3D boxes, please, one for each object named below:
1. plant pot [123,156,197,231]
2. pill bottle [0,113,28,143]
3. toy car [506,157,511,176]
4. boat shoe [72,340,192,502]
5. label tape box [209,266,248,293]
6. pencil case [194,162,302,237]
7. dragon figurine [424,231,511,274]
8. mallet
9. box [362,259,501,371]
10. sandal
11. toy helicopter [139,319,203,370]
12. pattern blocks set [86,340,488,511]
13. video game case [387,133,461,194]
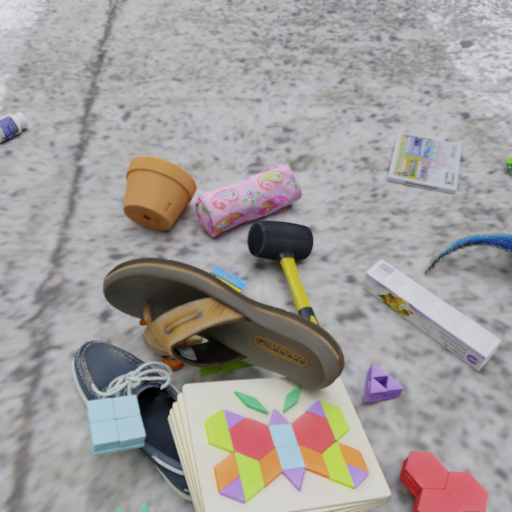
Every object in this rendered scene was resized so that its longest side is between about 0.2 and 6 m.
[{"bbox_3d":[-1.858,-1.077,10.274,1.319,1.319,0.923,13,66,11],"label":"plant pot"},{"bbox_3d":[-5.420,-2.826,12.253,0.449,0.449,0.750,36,58,27],"label":"pill bottle"},{"bbox_3d":[5.565,-1.552,11.251,1.336,0.298,1.257,-28,54,-23],"label":"toy car"},{"bbox_3d":[-1.540,2.061,7.640,1.097,0.906,2.930,-31,58,-29],"label":"boat shoe"},{"bbox_3d":[-0.650,0.633,9.110,0.656,0.288,0.909,28,44,20],"label":"label tape box"},{"bbox_3d":[-0.142,-1.078,10.440,1.986,0.868,0.868,-25,53,-18],"label":"pencil case"},{"bbox_3d":[5.316,0.111,9.107,4.543,1.337,2.259,-8,49,-9],"label":"dragon figurine"},{"bbox_3d":[0.889,0.764,9.084,1.083,0.677,3.288,-4,55,-34],"label":"mallet"},{"bbox_3d":[2.745,0.907,9.007,0.475,0.443,2.292,-37,58,-28],"label":"box"},{"bbox_3d":[-0.608,1.048,7.397,3.510,1.434,0.958,23,53,12],"label":"sandal"},{"bbox_3d":[-1.154,1.027,8.918,1.016,0.606,1.536,32,44,27],"label":"toy helicopter"},{"bbox_3d":[0.324,2.404,6.958,4.434,0.359,3.897,-11,45,-31],"label":"pattern blocks set"},{"bbox_3d":[3.521,-1.947,11.670,1.353,0.164,1.487,14,52,11],"label":"video game case"}]
